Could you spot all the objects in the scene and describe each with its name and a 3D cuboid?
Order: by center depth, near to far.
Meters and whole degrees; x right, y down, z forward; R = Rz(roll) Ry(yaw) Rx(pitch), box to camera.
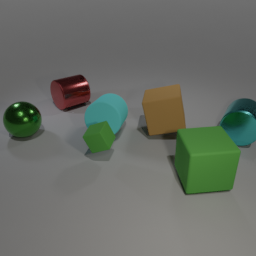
[{"bbox_3d":[2.263,0.910,8.296,1.400,1.400,1.400,-4,30,-5],"label":"cube"},{"bbox_3d":[-0.933,0.295,9.170,0.700,0.700,0.700,-14,29,25],"label":"cube"},{"bbox_3d":[4.294,-0.249,10.537,1.400,1.400,1.400,14,30,24],"label":"cylinder"},{"bbox_3d":[-4.034,-0.319,10.738,1.400,1.400,1.400,0,29,0],"label":"ball"},{"bbox_3d":[1.405,-0.711,10.760,1.400,1.400,1.400,-8,25,13],"label":"cube"},{"bbox_3d":[-0.805,-0.514,10.815,1.400,1.400,1.400,5,20,9],"label":"cylinder"},{"bbox_3d":[-2.706,-1.699,13.169,1.400,1.400,1.400,-21,36,-34],"label":"cylinder"}]
